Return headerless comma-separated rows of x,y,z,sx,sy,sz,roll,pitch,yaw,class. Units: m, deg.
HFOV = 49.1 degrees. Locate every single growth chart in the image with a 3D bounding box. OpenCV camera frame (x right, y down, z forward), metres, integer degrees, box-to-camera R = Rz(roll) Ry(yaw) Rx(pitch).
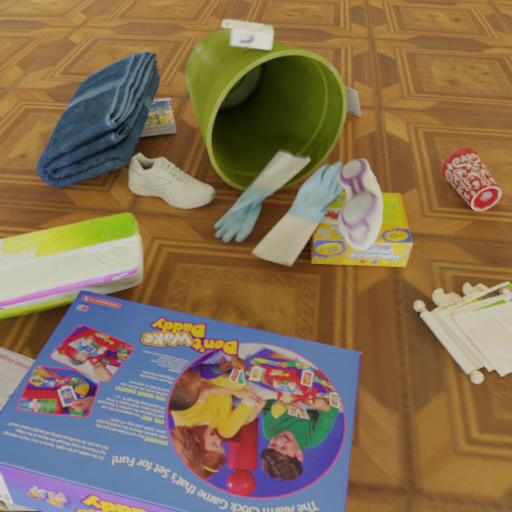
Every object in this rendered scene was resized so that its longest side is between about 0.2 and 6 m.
4.688,1.263,10.296,3.093,0.274,2.238,-9,43,-9,growth chart

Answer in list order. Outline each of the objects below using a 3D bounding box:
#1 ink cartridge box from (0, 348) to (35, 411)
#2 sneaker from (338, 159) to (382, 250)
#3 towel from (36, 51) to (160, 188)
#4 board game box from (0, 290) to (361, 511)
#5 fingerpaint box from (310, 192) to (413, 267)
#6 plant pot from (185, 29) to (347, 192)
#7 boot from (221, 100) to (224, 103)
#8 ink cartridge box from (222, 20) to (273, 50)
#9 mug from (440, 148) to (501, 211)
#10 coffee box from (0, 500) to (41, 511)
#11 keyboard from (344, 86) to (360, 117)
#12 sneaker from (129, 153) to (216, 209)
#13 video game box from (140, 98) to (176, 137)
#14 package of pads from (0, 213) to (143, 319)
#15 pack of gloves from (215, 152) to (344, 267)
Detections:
-4.146,2.242,9.002,0.963,0.564,1.332,17,46,17,ink cartridge box
2.169,-0.888,10.854,0.856,1.139,2.286,-20,40,28,sneaker
-4.035,-3.735,14.612,2.612,1.135,4.678,-18,40,18,towel
-0.996,2.367,8.124,4.686,1.049,3.151,12,41,6,board game box
2.150,-0.595,11.952,1.990,0.730,1.660,2,44,0,fingerpaint box
-0.157,-3.853,13.518,3.436,3.436,3.308,-17,46,-18,plant pot
-0.063,-4.409,16.015,3.162,1.071,2.066,3,48,6,boot
-0.195,-4.537,11.484,1.034,0.348,0.605,6,37,-5,ink cartridge box
5.227,-1.804,13.212,1.224,0.920,1.379,-10,47,-8,mug
-3.399,3.243,7.944,1.094,0.436,0.625,5,43,-2,coffee box
1.492,-5.124,16.747,3.756,1.057,0.200,30,80,29,keyboard
-2.038,-1.753,13.143,2.281,0.914,0.802,16,43,14,sneaker
-3.077,-3.911,15.845,1.491,0.383,1.637,-10,41,-6,video game box
-3.585,0.272,9.898,3.154,2.437,1.076,-13,83,-13,package of pads
0.499,-1.273,12.006,2.433,0.572,2.897,17,60,41,pack of gloves
